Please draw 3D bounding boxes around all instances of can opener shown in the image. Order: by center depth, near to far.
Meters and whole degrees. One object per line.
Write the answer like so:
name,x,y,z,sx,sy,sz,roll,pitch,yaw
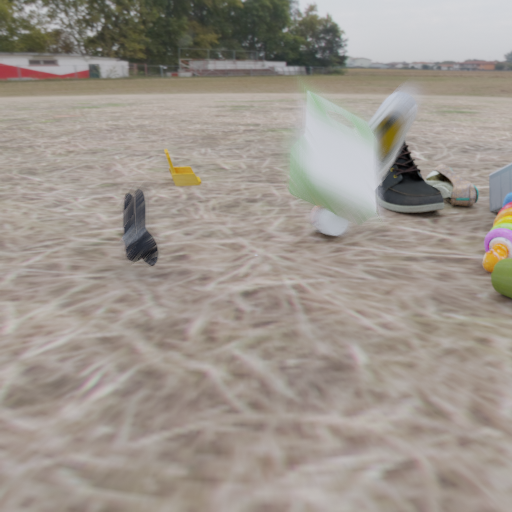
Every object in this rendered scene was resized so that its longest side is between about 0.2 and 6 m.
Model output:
can opener,-1.735,-0.435,8.037,0.417,0.517,1.316,-19,56,-1

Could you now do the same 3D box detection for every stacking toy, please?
stacking toy,3.840,-0.207,8.471,0.913,0.966,1.664,18,40,42

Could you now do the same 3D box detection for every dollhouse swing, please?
dollhouse swing,-1.817,-2.213,13.832,0.838,0.811,0.922,-4,19,-11

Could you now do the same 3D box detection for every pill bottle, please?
pill bottle,1.261,-0.632,9.697,0.506,0.506,0.886,-2,12,-5

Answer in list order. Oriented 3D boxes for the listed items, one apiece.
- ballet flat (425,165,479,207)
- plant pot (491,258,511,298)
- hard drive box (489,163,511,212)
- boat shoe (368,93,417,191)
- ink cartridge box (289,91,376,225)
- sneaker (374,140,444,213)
ballet flat,4.106,-1.563,12.278,0.674,0.682,2.005,-8,19,-5
plant pot,3.426,0.298,7.095,0.777,0.777,0.738,-9,10,-23
hard drive box,5.486,-1.321,10.248,1.649,0.813,2.116,0,-3,1
boat shoe,1.798,-1.484,8.750,0.776,2.101,0.896,32,34,0
ink cartridge box,0.888,-1.132,6.436,0.999,0.329,1.373,21,52,-23
sneaker,3.010,-1.784,11.729,0.990,1.406,2.646,-6,21,-16
